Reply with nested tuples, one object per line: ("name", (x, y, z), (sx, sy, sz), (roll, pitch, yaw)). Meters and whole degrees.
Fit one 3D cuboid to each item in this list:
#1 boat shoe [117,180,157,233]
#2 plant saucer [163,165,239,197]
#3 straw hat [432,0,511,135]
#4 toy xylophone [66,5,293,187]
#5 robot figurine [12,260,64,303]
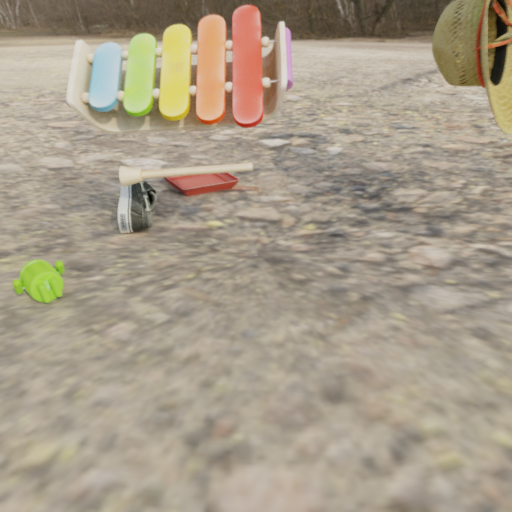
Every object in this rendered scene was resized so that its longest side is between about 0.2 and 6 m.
("boat shoe", (-2.012, -0.938, 9.650), (0.601, 0.668, 1.889), (-4, 33, -8))
("plant saucer", (-1.135, -1.502, 11.271), (1.227, 0.225, 1.224), (-14, 29, -26))
("straw hat", (3.201, -3.100, 8.083), (1.127, 2.664, 2.664), (9, 25, 39))
("toy xylophone", (-0.860, -1.921, 6.745), (2.765, 0.695, 2.025), (-10, 66, 3))
("robot figurine", (-2.752, 0.316, 7.173), (0.658, 0.434, 0.750), (-30, 37, -25))
